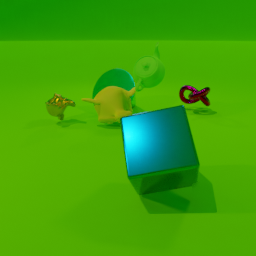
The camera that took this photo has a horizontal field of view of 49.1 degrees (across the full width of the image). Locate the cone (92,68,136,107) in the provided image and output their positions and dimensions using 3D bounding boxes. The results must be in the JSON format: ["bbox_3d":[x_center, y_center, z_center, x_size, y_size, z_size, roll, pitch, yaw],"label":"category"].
[{"bbox_3d":[-0.100,-0.950,9.171,1.527,1.527,1.533,12,-4,31],"label":"cone"}]

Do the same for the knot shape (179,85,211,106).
[{"bbox_3d":[2.178,-1.030,8.764,1.071,0.495,1.002,14,-7,-5],"label":"knot shape"}]

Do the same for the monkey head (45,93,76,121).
[{"bbox_3d":[-1.846,-0.572,7.647,0.725,0.607,1.008,16,-21,15],"label":"monkey head"}]

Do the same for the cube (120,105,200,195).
[{"bbox_3d":[0.469,0.361,4.149,0.939,0.939,0.939,-11,62,5],"label":"cube"}]

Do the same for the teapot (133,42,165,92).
[{"bbox_3d":[0.491,-1.419,6.688,0.792,1.274,0.624,23,-9,25],"label":"teapot"}]

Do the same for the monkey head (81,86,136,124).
[{"bbox_3d":[-0.327,-0.627,7.366,1.631,0.983,1.173,-15,8,-20],"label":"monkey head"}]
